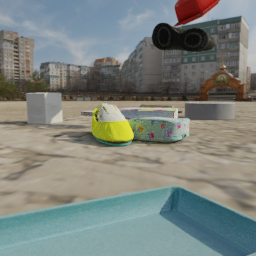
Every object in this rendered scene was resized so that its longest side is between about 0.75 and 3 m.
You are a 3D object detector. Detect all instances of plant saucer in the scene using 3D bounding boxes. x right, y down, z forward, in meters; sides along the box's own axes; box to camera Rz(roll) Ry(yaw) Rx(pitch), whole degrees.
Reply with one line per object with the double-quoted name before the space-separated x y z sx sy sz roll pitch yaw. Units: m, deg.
"plant saucer" -0.660 0.688 1.168 2.921 0.277 1.021 -4 8 -27

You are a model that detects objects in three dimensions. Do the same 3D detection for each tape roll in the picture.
"tape roll" 3.390 -0.737 11.687 2.017 0.666 2.017 1 6 0

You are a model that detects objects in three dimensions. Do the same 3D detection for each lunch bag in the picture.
"lunch bag" 0.700 0.012 6.044 1.229 0.474 0.986 4 5 31

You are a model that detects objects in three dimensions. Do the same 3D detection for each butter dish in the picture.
"butter dish" 2.098 -4.107 8.976 1.428 1.056 1.425 -43 20 -22

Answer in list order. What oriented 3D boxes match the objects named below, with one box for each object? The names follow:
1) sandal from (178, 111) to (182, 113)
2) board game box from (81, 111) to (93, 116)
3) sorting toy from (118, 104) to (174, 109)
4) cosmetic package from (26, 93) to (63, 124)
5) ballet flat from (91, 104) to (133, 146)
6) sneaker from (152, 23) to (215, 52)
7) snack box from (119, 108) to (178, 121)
"sandal" 2.445 -0.964 15.283 1.053 0.287 0.430 2 7 19
"board game box" -1.720 -0.730 13.730 0.706 0.180 1.051 -7 9 -42
"sorting toy" 0.388 -0.705 12.707 2.573 0.469 2.382 -11 12 -37
"cosmetic package" -2.858 -0.688 9.604 0.855 1.037 0.855 3 7 27
"ballet flat" -0.458 -0.153 6.190 0.760 0.762 2.274 -4 8 -15
"sneaker" 1.630 -2.632 8.458 2.125 0.807 0.964 29 23 38
"snack box" 0.661 -0.413 9.507 1.945 0.515 1.383 2 7 15
